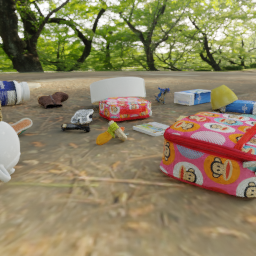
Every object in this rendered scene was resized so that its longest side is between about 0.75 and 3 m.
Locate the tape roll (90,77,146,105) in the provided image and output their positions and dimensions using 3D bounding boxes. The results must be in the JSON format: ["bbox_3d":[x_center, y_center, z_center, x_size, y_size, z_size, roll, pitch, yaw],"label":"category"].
[{"bbox_3d":[-0.522,-1.843,14.271,2.791,0.976,2.791,-7,-2,0],"label":"tape roll"}]

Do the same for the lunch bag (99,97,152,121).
[{"bbox_3d":[-0.056,-0.830,12.043,2.081,0.853,1.833,-8,16,-27],"label":"lunch bag"}]

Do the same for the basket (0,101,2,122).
[{"bbox_3d":[-5.936,-0.702,10.521,1.934,1.380,1.441,-11,19,-38],"label":"basket"}]

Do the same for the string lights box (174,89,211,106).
[{"bbox_3d":[3.782,-1.764,16.031,2.204,0.650,1.132,-12,19,-39],"label":"string lights box"}]

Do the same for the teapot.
[{"bbox_3d":[-2.931,0.631,6.186,1.447,1.071,1.466,-25,22,29],"label":"teapot"}]

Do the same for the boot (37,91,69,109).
[{"bbox_3d":[-3.854,-1.417,15.196,1.913,0.692,1.591,-9,29,-36],"label":"boot"}]

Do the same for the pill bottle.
[{"bbox_3d":[-6.631,-1.893,15.206,2.288,1.324,1.324,-10,17,-34],"label":"pill bottle"}]

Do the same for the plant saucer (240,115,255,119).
[{"bbox_3d":[4.941,-0.332,11.312,1.461,0.281,1.461,0,14,0],"label":"plant saucer"}]

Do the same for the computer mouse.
[{"bbox_3d":[-1.775,-0.258,10.793,1.103,0.441,2.011,-3,20,9],"label":"computer mouse"}]

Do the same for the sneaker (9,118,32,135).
[{"bbox_3d":[-3.822,0.102,9.239,1.335,0.476,0.533,-27,-6,-43],"label":"sneaker"}]

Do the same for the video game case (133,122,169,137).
[{"bbox_3d":[0.976,0.036,10.168,1.115,0.140,1.226,-11,19,-36],"label":"video game case"}]

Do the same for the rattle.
[{"bbox_3d":[-0.475,0.280,9.115,0.802,0.880,1.232,33,0,-1],"label":"rattle"}]

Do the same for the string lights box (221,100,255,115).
[{"bbox_3d":[5.494,-1.044,13.532,1.765,0.520,0.907,9,17,32],"label":"string lights box"}]

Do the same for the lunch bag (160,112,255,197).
[{"bbox_3d":[2.436,0.501,6.491,2.633,1.225,2.989,15,21,32],"label":"lunch bag"}]

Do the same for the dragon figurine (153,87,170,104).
[{"bbox_3d":[1.920,-1.940,15.779,0.582,0.983,1.978,13,14,-6],"label":"dragon figurine"}]

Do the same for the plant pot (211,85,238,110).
[{"bbox_3d":[4.613,-1.588,13.867,1.293,0.918,1.293,-26,2,1],"label":"plant pot"}]

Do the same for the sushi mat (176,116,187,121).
[{"bbox_3d":[2.940,-0.319,11.570,1.803,0.109,0.862,6,16,23],"label":"sushi mat"}]
